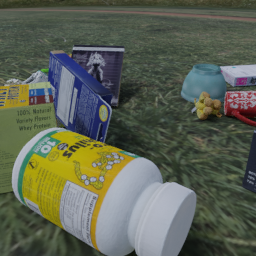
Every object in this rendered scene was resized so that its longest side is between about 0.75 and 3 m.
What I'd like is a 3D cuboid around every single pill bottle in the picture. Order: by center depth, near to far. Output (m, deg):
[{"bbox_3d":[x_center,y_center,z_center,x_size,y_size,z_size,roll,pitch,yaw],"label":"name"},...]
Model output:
[{"bbox_3d":[-0.426,1.096,4.721,2.852,1.608,1.608,18,33,30],"label":"pill bottle"}]

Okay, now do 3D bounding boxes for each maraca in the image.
[{"bbox_3d":[-2.656,-2.523,11.951,2.163,1.157,1.483,1,12,20],"label":"maraca"}]

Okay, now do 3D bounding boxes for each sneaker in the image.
[{"bbox_3d":[-2.990,-1.616,10.287,2.458,1.088,0.925,-21,33,-35],"label":"sneaker"}]

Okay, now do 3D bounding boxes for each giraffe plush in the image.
[{"bbox_3d":[2.657,-0.662,9.058,0.810,0.862,0.999,4,-9,-15],"label":"giraffe plush"}]

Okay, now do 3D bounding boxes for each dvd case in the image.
[{"bbox_3d":[-1.244,-1.978,10.346,2.027,0.218,2.726,3,63,5],"label":"dvd case"}]

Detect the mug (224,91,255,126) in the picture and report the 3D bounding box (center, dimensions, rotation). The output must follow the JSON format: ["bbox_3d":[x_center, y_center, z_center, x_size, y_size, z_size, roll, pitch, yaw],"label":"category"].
[{"bbox_3d":[3.824,-0.703,8.811,1.418,0.946,1.259,3,27,13],"label":"mug"}]

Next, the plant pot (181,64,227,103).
[{"bbox_3d":[2.877,-1.733,10.468,1.693,1.134,1.693,-1,28,0],"label":"plant pot"}]

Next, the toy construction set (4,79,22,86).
[{"bbox_3d":[-3.961,-0.877,8.784,0.847,1.205,1.838,31,28,-24],"label":"toy construction set"}]

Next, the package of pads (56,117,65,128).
[{"bbox_3d":[-2.257,-0.480,8.743,1.119,0.494,1.448,-19,31,-38],"label":"package of pads"}]

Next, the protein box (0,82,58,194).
[{"bbox_3d":[-2.482,0.198,6.044,1.911,1.925,1.298,-8,30,-15],"label":"protein box"}]

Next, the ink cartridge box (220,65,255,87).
[{"bbox_3d":[5.466,-2.329,12.217,2.539,0.533,1.515,-7,29,-6],"label":"ink cartridge box"}]

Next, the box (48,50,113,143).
[{"bbox_3d":[-1.232,-0.584,7.128,0.455,1.702,2.810,-15,46,-37],"label":"box"}]

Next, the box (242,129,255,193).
[{"bbox_3d":[3.063,0.691,5.650,1.064,1.438,0.750,23,36,36],"label":"box"}]
